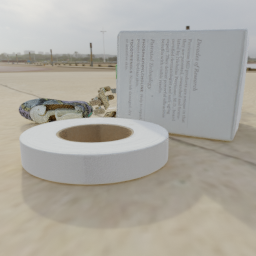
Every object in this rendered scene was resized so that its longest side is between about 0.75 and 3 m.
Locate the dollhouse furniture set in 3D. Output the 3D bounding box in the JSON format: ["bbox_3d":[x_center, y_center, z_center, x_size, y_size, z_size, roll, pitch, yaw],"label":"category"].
[{"bbox_3d":[-0.510,-0.624,7.618,0.583,0.877,0.769,-8,31,26],"label":"dollhouse furniture set"}]

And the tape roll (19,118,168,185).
[{"bbox_3d":[-0.574,0.281,5.159,2.671,0.488,2.671,0,13,0],"label":"tape roll"}]

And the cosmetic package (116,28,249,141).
[{"bbox_3d":[1.487,-1.224,7.314,2.873,2.389,2.404,7,15,23],"label":"cosmetic package"}]

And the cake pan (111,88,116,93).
[{"bbox_3d":[-0.477,-2.086,15.669,1.045,0.192,1.045,0,14,0],"label":"cake pan"}]

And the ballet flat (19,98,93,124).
[{"bbox_3d":[-2.045,-0.418,7.723,2.117,0.761,0.761,-1,13,0],"label":"ballet flat"}]
